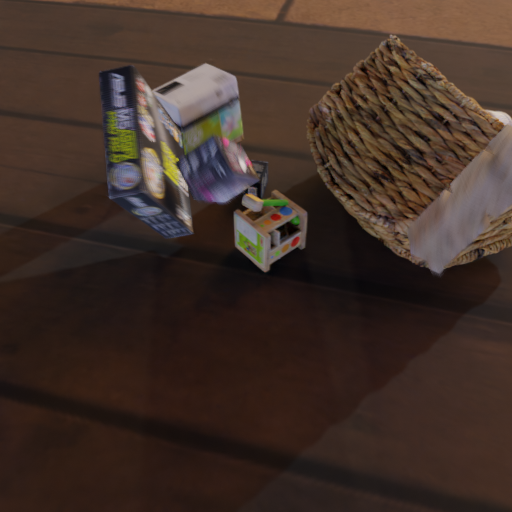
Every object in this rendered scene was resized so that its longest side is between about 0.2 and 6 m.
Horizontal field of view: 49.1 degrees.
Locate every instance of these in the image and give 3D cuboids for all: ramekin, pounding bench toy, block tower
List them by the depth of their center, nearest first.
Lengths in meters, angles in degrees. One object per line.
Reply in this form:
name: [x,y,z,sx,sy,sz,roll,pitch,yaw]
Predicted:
block tower: [2.888,-0.708,7.569,0.614,2.122,0.573,23,39,-13]
pounding bench toy: [0.302,-0.669,9.932,1.096,1.405,0.873,-32,54,-26]
ramekin: [4.916,-2.610,11.990,0.503,1.031,1.031,4,41,-31]

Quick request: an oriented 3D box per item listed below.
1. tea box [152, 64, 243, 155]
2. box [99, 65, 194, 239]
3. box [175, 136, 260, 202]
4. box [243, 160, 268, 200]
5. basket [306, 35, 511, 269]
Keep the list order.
tea box: [-1.237,-2.969,11.975,1.576,1.551,1.053,-37,52,-25]
box: [-1.759,-1.593,9.405,0.574,2.593,2.077,-10,76,8]
box: [-0.616,-1.389,9.340,0.835,1.263,0.725,-31,82,18]
box: [-0.002,-1.521,11.372,0.368,0.522,0.705,9,46,9]
basket: [3.087,-1.578,10.748,2.852,2.977,3.996,-42,49,15]
